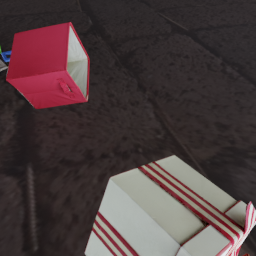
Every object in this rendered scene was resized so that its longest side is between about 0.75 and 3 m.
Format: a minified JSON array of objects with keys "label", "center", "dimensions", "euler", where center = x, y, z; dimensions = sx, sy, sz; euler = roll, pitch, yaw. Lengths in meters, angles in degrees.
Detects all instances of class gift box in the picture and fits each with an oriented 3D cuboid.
[{"label":"gift box","center":[0.640,1.543,3.939],"dimensions":[1.817,1.969,1.839],"euler":[-16,43,-43]}]

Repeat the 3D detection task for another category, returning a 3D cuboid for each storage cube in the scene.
[{"label":"storage cube","center":[-2.057,-1.631,7.601],"dimensions":[1.605,1.527,1.786],"euler":[-8,64,10]}]

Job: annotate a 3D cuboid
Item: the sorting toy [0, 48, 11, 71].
[{"label":"sorting toy","center":[-5.173,-2.192,9.821],"dimensions":[1.421,0.344,2.523],"euler":[40,53,16]}]
